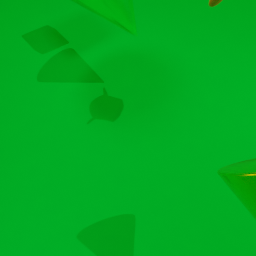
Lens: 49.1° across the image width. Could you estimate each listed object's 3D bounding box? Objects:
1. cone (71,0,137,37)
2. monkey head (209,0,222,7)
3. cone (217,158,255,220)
[{"bbox_3d":[-0.256,-2.787,6.404,1.645,1.651,1.645,-32,23,15],"label":"cone"},{"bbox_3d":[1.403,-2.453,4.374,0.835,0.996,1.385,28,67,-12],"label":"monkey head"},{"bbox_3d":[1.611,0.907,2.654,1.226,1.226,1.231,-11,85,-7],"label":"cone"}]
